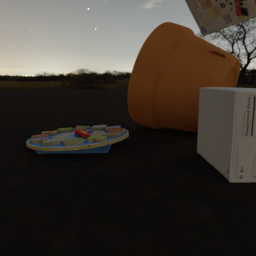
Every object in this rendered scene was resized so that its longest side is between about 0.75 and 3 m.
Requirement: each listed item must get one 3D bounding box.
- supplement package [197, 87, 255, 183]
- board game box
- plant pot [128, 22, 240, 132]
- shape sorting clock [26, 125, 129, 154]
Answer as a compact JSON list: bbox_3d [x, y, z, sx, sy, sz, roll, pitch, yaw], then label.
[{"bbox_3d":[1.566,-0.004,3.949,0.791,1.111,1.426,0,10,-3],"label":"supplement package"},{"bbox_3d":[2.841,-3.841,7.895,2.424,1.855,0.489,-5,40,48],"label":"board game box"},{"bbox_3d":[1.458,-1.021,6.710,1.823,2.605,2.605,23,19,26],"label":"plant pot"},{"bbox_3d":[-0.934,0.147,5.343,1.908,0.374,1.908,0,9,0],"label":"shape sorting clock"}]
